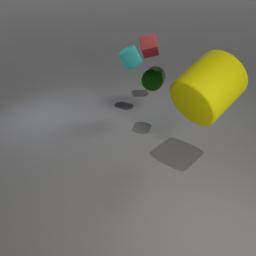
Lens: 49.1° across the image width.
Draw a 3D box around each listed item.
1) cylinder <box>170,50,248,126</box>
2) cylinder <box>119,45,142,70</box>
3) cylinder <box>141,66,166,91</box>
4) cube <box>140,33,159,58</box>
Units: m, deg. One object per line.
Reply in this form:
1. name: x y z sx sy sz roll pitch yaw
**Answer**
1. cylinder: 2.031 -1.013 7.116 1.400 1.400 1.400 -42 44 -18
2. cylinder: 0.102 -2.761 10.989 0.700 0.700 0.700 -25 26 13
3. cylinder: 0.843 -1.621 9.158 0.700 0.700 0.700 7 23 13
4. cube: 0.948 -3.607 12.344 0.700 0.700 0.700 -10 -18 10
